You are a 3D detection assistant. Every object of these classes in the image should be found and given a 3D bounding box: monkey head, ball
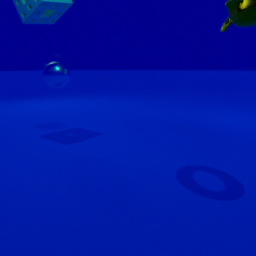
[{"bbox_3d":[3.343,-3.476,7.732,1.866,1.125,1.343,-18,43,30],"label":"monkey head"},{"bbox_3d":[-1.951,-1.447,7.651,0.727,0.727,0.727,0,13,0],"label":"ball"}]

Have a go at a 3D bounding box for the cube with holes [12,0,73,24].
[{"bbox_3d":[-2.659,-3.999,8.493,1.161,1.161,1.161,-24,1,40],"label":"cube with holes"}]
